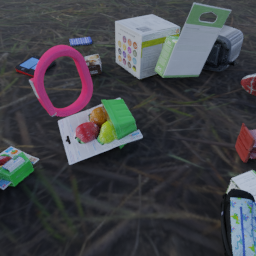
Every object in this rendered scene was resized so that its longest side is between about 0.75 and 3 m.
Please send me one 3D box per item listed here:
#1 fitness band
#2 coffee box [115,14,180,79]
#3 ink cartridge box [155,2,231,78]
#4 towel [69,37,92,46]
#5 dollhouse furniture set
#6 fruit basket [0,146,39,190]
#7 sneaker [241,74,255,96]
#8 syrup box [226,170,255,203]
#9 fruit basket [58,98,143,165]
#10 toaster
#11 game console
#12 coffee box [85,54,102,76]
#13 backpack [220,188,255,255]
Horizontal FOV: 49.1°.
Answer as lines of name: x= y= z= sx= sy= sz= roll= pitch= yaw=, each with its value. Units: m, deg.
fitness band: x=-1.610 y=-1.103 z=7.091 sx=1.462 sy=2.036 sz=0.381 roll=-37 pitch=55 yaw=-19
coffee box: x=0.666 y=-3.054 z=10.436 sx=1.684 sy=1.665 sz=1.681 roll=-22 pitch=45 yaw=-26
ink cartridge box: x=2.060 y=-2.809 z=9.109 sx=1.773 sy=2.436 sz=0.584 roll=-8 pitch=43 yaw=-34
towel: x=-2.132 y=-3.930 z=12.643 sx=0.967 sy=0.115 sz=0.700 roll=-9 pitch=41 yaw=-10
dollhouse furniture set: x=3.560 y=0.817 z=6.616 sx=1.129 sy=0.854 sz=2.099 roll=-5 pitch=41 yaw=-6
fruit basket: x=-2.929 y=0.889 z=6.787 sx=1.168 sy=0.547 sz=1.082 roll=22 pitch=46 yaw=28
sneaker: x=4.639 y=-1.612 z=9.603 sx=1.934 sy=0.753 sz=0.795 roll=-6 pitch=36 yaw=-21
syrup box: x=2.794 y=1.700 z=5.779 sx=0.640 sy=0.619 sz=1.572 roll=-16 pitch=43 yaw=-17
fruit basket: x=-0.813 y=0.055 z=7.676 sx=1.986 sy=0.931 sz=1.839 roll=-25 pitch=45 yaw=-5
toaster: x=3.269 y=-3.165 z=10.757 sx=2.523 sy=1.434 sz=1.630 roll=25 pitch=45 yaw=31
game console: x=-3.591 y=-2.409 z=10.838 sx=1.087 sy=0.191 sz=1.229 roll=18 pitch=45 yaw=20
coffee box: x=-1.312 y=-2.366 z=10.503 sx=0.576 sy=0.401 sz=1.007 roll=-12 pitch=36 yaw=2
backpack: x=2.131 y=1.966 z=5.214 sx=0.984 sy=1.044 sz=1.279 roll=14 pitch=52 yaw=18
